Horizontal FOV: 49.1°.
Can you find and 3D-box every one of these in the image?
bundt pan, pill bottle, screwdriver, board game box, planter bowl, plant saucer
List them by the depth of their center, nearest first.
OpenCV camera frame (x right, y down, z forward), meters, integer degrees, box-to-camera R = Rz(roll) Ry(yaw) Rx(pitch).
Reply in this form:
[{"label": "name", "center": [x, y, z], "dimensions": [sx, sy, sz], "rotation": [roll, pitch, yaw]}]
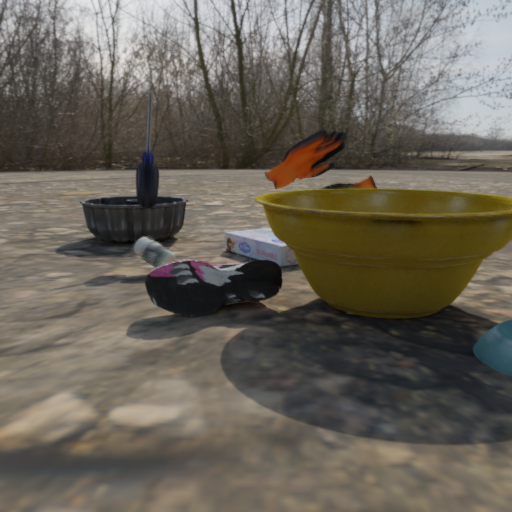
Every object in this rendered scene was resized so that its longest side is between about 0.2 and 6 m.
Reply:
[{"label": "plant saucer", "center": [2.808, 0.845, 5.188], "dimensions": [1.479, 0.266, 1.479], "rotation": [0, 11, 0]}, {"label": "planter bowl", "center": [1.605, -0.059, 6.972], "dimensions": [3.254, 1.355, 3.254], "rotation": [-1, 11, 0]}, {"label": "pill bottle", "center": [-1.591, -0.028, 8.743], "dimensions": [0.602, 0.340, 0.340], "rotation": [31, 24, 22]}, {"label": "board game box", "center": [0.649, -0.230, 10.385], "dimensions": [1.826, 0.377, 1.830], "rotation": [-7, 13, -33]}, {"label": "screwdriver", "center": [-2.015, -2.047, 10.493], "dimensions": [0.412, 0.430, 2.953], "rotation": [1, 50, -10]}, {"label": "bundt pan", "center": [-2.593, -0.793, 12.082], "dimensions": [2.269, 0.851, 2.269], "rotation": [-1, 12, 0]}]

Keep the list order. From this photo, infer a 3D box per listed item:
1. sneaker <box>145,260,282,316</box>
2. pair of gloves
[{"label": "sneaker", "center": [-0.552, 0.401, 6.949], "dimensions": [1.666, 0.669, 0.719], "rotation": [1, -6, -21]}, {"label": "pair of gloves", "center": [1.541, -1.725, 12.921], "dimensions": [2.002, 2.247, 0.278], "rotation": [-29, 31, 20]}]
